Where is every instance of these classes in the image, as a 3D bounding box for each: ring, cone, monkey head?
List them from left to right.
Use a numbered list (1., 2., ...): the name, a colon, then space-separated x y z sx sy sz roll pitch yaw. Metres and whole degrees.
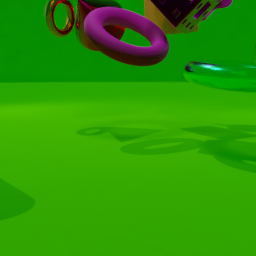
1. ring: -1.902 -3.155 7.938 0.226 1.131 1.131 16 16 24
2. cone: -1.002 -3.070 7.477 1.600 1.600 1.606 2 -1 13
3. ring: -0.004 -2.057 6.210 1.964 0.393 1.964 13 45 -13
4. monkey head: 2.166 -3.611 8.451 1.818 1.308 1.095 -7 -14 25
5. ring: 1.991 -0.973 5.097 1.961 0.392 1.961 3 17 -1

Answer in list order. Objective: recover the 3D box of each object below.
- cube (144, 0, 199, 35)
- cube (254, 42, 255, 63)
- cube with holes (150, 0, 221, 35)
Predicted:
1. cube: 1.210 -3.222 7.818 1.091 1.091 1.091 -16 24 -29
2. cube: 3.572 -1.436 6.159 1.107 1.107 1.107 -7 13 1
3. cube with holes: 1.215 -2.985 6.087 1.208 1.208 1.208 -43 -8 24
